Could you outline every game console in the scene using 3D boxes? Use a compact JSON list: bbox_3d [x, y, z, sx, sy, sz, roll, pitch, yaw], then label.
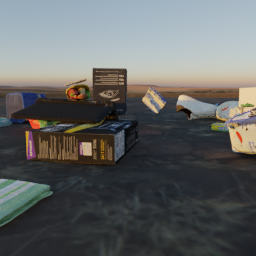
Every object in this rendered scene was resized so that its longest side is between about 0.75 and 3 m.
[{"bbox_3d":[-1.710,-0.091,8.492,2.584,2.272,1.504,4,52,12],"label":"game console"}]

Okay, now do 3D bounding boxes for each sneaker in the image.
[{"bbox_3d":[5.607,-0.770,13.148,2.805,0.988,1.311,3,3,5],"label":"sneaker"},{"bbox_3d":[3.658,-0.732,14.225,2.545,1.077,0.926,19,-17,4],"label":"sneaker"}]

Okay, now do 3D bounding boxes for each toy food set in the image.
[{"bbox_3d":[-1.610,-1.057,9.223,0.782,0.434,1.329,-15,-18,-7],"label":"toy food set"}]

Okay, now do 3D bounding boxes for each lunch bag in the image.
[{"bbox_3d":[3.709,-0.186,6.418,2.782,1.051,2.229,-16,0,-6],"label":"lunch bag"},{"bbox_3d":[-4.684,-0.987,13.253,2.050,1.393,1.357,7,11,42],"label":"lunch bag"}]

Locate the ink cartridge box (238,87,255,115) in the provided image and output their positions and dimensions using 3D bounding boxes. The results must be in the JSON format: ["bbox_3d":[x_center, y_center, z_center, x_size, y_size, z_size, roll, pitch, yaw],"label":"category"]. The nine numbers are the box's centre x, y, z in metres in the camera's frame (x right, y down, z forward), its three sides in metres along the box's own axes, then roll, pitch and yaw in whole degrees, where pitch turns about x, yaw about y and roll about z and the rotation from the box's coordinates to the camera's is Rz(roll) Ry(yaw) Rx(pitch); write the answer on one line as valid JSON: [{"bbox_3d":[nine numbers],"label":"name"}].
[{"bbox_3d":[4.286,-0.556,9.388,1.194,1.634,0.689,-7,11,-40],"label":"ink cartridge box"}]

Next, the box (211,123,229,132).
[{"bbox_3d":[3.650,-0.026,10.624,1.071,0.259,0.629,9,12,36],"label":"box"}]

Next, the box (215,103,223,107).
[{"bbox_3d":[5.540,-0.994,15.172,2.237,0.422,1.528,0,-6,-14],"label":"box"}]

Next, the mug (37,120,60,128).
[{"bbox_3d":[-2.218,-0.033,8.493,1.046,0.859,0.646,-16,42,-39],"label":"mug"}]

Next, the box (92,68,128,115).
[{"bbox_3d":[-1.076,-2.240,17.100,2.056,2.778,1.449,2,10,1],"label":"box"}]

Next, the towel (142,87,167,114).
[{"bbox_3d":[1.090,-1.132,11.748,0.152,0.939,1.279,-42,-5,-22],"label":"towel"}]

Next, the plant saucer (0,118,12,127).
[{"bbox_3d":[-6.099,-0.247,12.116,2.026,0.278,2.026,0,7,0],"label":"plant saucer"}]

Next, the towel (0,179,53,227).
[{"bbox_3d":[-2.073,0.971,3.896,1.637,0.191,1.249,4,9,16],"label":"towel"}]

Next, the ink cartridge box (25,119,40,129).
[{"bbox_3d":[-3.092,-0.463,11.057,1.177,0.681,2.026,8,29,45],"label":"ink cartridge box"}]

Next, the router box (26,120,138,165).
[{"bbox_3d":[-0.969,0.243,7.140,2.048,0.680,2.605,2,8,13],"label":"router box"}]
